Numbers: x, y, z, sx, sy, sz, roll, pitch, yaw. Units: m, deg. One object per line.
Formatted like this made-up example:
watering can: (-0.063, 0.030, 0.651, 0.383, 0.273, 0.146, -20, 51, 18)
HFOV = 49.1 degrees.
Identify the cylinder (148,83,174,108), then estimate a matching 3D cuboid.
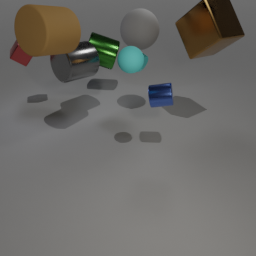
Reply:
cylinder: (1.019, -1.007, 8.618, 0.700, 0.700, 0.700, -5, 29, 13)

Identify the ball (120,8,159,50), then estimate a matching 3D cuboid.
ball: (0.420, -3.512, 10.005, 1.400, 1.400, 1.400, 0, 31, 0)

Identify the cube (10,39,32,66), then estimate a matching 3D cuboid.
cube: (-4.252, -3.049, 11.244, 0.700, 0.700, 0.700, 25, 28, -38)

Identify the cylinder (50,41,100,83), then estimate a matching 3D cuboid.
cylinder: (-2.072, -2.597, 10.948, 1.400, 1.400, 1.400, 26, 37, 37)

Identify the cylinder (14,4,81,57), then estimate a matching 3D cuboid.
cylinder: (-2.380, -2.907, 8.392, 1.400, 1.400, 1.400, 18, 26, 27)

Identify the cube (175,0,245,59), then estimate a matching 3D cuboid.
cube: (2.734, -3.325, 9.420, 1.400, 1.400, 1.400, -19, -4, -36)

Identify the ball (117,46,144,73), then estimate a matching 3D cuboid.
ball: (0.069, -1.788, 7.349, 0.700, 0.700, 0.700, 0, 31, 0)

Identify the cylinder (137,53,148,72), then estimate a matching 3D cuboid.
cylinder: (0.306, -2.640, 10.813, 0.700, 0.700, 0.700, 39, 44, 18)

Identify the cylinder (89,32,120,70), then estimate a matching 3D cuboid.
cylinder: (-1.245, -3.666, 13.373, 1.400, 1.400, 1.400, 16, 29, -10)
